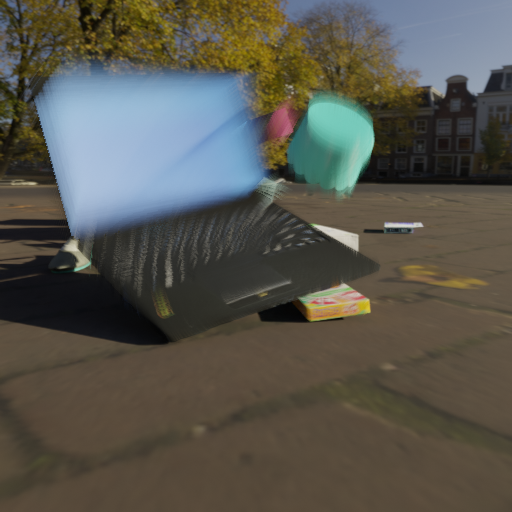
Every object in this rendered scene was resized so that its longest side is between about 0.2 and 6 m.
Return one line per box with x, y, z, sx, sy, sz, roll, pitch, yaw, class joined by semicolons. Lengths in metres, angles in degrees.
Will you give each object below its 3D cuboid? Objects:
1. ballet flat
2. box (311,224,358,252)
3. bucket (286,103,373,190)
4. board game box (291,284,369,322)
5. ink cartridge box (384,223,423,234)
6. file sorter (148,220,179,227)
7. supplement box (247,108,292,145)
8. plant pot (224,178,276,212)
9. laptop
-2.658;-0.122;8.617;0.554;0.523;1.643;2;10;14;ballet flat
0.791;-0.321;10.448;1.455;0.366;2.016;-3;11;-17;box
1.614;-2.390;12.042;1.748;1.137;1.748;12;45;-12;bucket
0.713;0.440;6.063;0.620;0.195;1.298;-7;7;-7;board game box
3.386;-0.641;12.908;0.852;0.185;0.844;0;9;14;ink cartridge box
-1.725;-1.528;11.258;1.331;2.169;1.505;9;18;37;file sorter
0.247;-2.456;10.661;0.743;0.487;0.384;-8;18;44;supplement box
-0.224;-1.069;10.178;0.793;0.776;0.778;34;61;11;plant pot
-0.536;-0.858;6.201;2.786;1.623;3.144;-15;35;-35;laptop
